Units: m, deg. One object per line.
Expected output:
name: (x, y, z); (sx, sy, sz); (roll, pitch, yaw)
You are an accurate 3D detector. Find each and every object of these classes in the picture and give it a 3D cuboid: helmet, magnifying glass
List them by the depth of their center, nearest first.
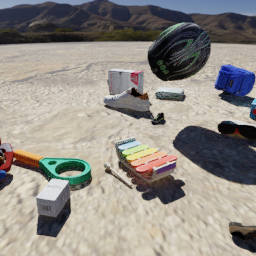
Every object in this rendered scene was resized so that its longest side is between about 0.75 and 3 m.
magnifying glass: (-2.453, 1.119, 8.770); (2.894, 0.324, 1.152); (10, 25, 25)
helmet: (2.365, -3.369, 12.387); (2.464, 2.585, 2.585); (-21, 5, 41)

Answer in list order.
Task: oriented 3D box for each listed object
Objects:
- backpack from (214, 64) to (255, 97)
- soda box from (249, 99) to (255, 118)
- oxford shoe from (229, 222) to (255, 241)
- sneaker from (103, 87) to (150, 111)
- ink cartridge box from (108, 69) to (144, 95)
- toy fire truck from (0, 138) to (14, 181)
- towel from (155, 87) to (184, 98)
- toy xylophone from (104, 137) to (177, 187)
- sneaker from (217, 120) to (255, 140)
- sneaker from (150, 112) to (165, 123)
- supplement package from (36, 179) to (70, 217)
backpack: (6.211, -2.642, 16.329); (2.007, 1.631, 1.684); (27, 34, 30)
soda box: (6.434, -1.049, 13.562); (0.638, 0.674, 1.988); (14, 26, 31)
oxford shoe: (2.600, 2.279, 6.002); (0.835, 0.303, 0.352); (1, 33, 19)
sneaker: (-0.088, -1.624, 14.412); (2.671, 1.131, 0.972); (10, 26, 26)
ink cartridge box: (-0.125, -2.687, 16.555); (1.970, 1.431, 0.821); (12, 25, 27)
toy fire truck: (-4.256, 1.082, 8.252); (1.773, 0.994, 1.489); (-14, 50, -30)
towel: (2.487, -2.085, 16.538); (1.592, 0.383, 1.363); (7, 20, 17)
toy xylophone: (0.324, 1.028, 8.608); (1.691, 0.580, 2.310); (-19, 29, -38)
sneaker: (4.542, -0.044, 11.160); (1.779, 0.626, 0.832); (10, 30, 30)
sneaker: (1.327, -0.500, 12.620); (0.326, 0.376, 0.909); (19, 29, 38)
supplement package: (-1.848, 1.727, 7.007); (0.500, 0.502, 0.856); (4, 23, 11)
